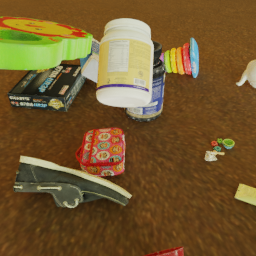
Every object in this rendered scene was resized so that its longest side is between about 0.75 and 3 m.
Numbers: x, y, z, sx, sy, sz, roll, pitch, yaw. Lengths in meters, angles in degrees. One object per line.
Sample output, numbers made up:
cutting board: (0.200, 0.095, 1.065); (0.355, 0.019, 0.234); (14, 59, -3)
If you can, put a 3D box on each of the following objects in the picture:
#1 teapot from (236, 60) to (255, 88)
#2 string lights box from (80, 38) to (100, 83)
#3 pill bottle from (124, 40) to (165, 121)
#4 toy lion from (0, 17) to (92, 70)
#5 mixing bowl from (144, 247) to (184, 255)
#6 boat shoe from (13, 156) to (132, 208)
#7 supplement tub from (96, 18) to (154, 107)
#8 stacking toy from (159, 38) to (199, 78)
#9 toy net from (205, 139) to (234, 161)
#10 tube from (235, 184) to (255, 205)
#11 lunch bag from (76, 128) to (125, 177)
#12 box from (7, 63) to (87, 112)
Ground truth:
teapot: (5.433, -2.003, 11.131); (1.504, 1.113, 1.524); (11, -1, -20)
string lights box: (-1.250, -2.872, 11.952); (1.420, 0.815, 2.763); (26, 27, -28)
pill bottle: (0.534, -1.565, 9.386); (1.383, 2.473, 1.383); (0, 37, 0)
toy lion: (-1.900, -1.617, 5.046); (2.683, 0.961, 2.799); (0, 28, -24)
mixing bowl: (0.622, 2.645, 5.264); (1.027, 1.027, 0.556); (-9, 68, -12)
boat shoe: (-1.369, 1.489, 6.871); (2.923, 1.050, 0.988); (14, 76, 7)
supplement tub: (-0.061, -1.596, 7.163); (1.410, 1.940, 1.410); (3, -8, 0)
stacking toy: (1.839, -2.951, 12.392); (2.465, 1.431, 1.353); (-3, 47, 18)
toy net: (2.651, 0.602, 8.412); (1.137, 0.220, 0.597); (-26, 45, -30)
tube: (3.456, 1.791, 6.759); (1.601, 0.465, 0.416); (17, 81, 25)
lunch bag: (-0.790, 0.672, 8.025); (1.405, 0.654, 1.595); (-4, 37, 2)
box: (-3.057, -1.714, 11.097); (2.194, 0.635, 2.760); (6, 38, 8)
